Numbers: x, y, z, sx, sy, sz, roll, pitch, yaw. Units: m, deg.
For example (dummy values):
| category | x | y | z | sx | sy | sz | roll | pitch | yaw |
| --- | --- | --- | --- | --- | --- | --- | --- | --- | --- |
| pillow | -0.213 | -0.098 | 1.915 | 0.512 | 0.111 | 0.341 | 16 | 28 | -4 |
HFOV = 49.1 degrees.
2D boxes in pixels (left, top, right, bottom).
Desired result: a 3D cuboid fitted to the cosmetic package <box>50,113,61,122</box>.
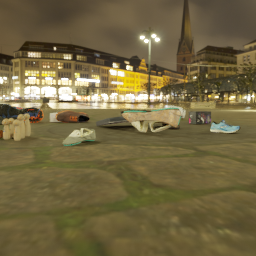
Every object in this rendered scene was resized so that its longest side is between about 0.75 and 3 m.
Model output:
| category | x | y | z | sx | sy | sz | roll | pitch | yaw |
| --- | --- | --- | --- | --- | --- | --- | --- | --- | --- |
| cosmetic package | -3.566 | -0.596 | 15.491 | 1.400 | 0.518 | 0.712 | 0 | 5 | -7 |

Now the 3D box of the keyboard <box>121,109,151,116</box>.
| category | x | y | z | sx | sy | sz | roll | pitch | yaw |
| --- | --- | --- | --- | --- | --- | --- | --- | --- | --- |
| keyboard | 1.017 | -0.655 | 17.428 | 2.956 | 0.586 | 1.538 | -1 | 28 | -18 |

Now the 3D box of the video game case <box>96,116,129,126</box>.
| category | x | y | z | sx | sy | sz | roll | pitch | yaw |
| --- | --- | --- | --- | --- | --- | --- | --- | --- | --- |
| video game case | 0.086 | -0.407 | 12.206 | 2.569 | 0.244 | 1.835 | -9 | 0 | -22 |

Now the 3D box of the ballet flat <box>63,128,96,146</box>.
| category | x | y | z | sx | sy | sz | roll | pitch | yaw |
| --- | --- | --- | --- | --- | --- | --- | --- | --- | --- |
| ballet flat | -1.284 | 0.208 | 7.374 | 0.397 | 0.375 | 1.178 | 3 | 6 | 31 |

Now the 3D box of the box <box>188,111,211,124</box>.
| category | x | y | z | sx | sy | sz | roll | pitch | yaw |
| --- | --- | --- | --- | --- | --- | --- | --- | --- | --- |
| box | 3.568 | -0.523 | 13.946 | 1.036 | 0.634 | 0.550 | -2 | 4 | -30 |

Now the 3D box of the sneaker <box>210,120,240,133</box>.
| category | x | y | z | sx | sy | sz | roll | pitch | yaw |
| --- | --- | --- | --- | --- | --- | --- | --- | --- | --- |
| sneaker | 3.406 | -0.058 | 9.843 | 1.008 | 0.454 | 0.395 | 3 | 6 | 30 |

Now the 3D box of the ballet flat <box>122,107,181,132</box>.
| category | x | y | z | sx | sy | sz | roll | pitch | yaw |
| --- | --- | --- | --- | --- | --- | --- | --- | --- | --- |
| ballet flat | 0.721 | -0.248 | 9.726 | 2.335 | 0.785 | 0.795 | -2 | -7 | 38 |

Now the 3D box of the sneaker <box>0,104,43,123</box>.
| category | x | y | z | sx | sy | sz | roll | pitch | yaw |
| --- | --- | --- | --- | --- | --- | --- | --- | --- | --- |
| sneaker | -5.836 | -0.681 | 14.895 | 2.703 | 1.018 | 1.060 | 8 | -3 | -8 |

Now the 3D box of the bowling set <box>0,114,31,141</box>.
| category | x | y | z | sx | sy | sz | roll | pitch | yaw |
| --- | --- | --- | --- | --- | --- | --- | --- | --- | --- |
| bowling set | -3.466 | -0.047 | 8.260 | 0.933 | 0.719 | 1.340 | 0 | 5 | -8 |

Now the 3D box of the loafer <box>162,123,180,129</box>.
| category | x | y | z | sx | sy | sz | roll | pitch | yaw |
| --- | --- | --- | --- | --- | --- | --- | --- | --- | --- |
| loafer | 1.833 | -0.293 | 11.778 | 0.584 | 0.570 | 1.599 | -1 | 5 | -8 |

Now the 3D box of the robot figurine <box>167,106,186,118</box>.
| category | x | y | z | sx | sy | sz | roll | pitch | yaw |
| --- | --- | --- | --- | --- | --- | --- | --- | --- | --- |
| robot figurine | 2.971 | -1.000 | 17.821 | 1.336 | 0.754 | 1.133 | 14 | -23 | 16 |

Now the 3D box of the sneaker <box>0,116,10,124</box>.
| category | x | y | z | sx | sy | sz | roll | pitch | yaw |
| --- | --- | --- | --- | --- | --- | --- | --- | --- | --- |
| sneaker | -6.391 | -0.460 | 13.655 | 1.273 | 0.578 | 0.483 | -2 | 4 | -35 |

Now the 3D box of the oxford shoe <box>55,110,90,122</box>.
| category | x | y | z | sx | sy | sz | roll | pitch | yaw |
| --- | --- | --- | --- | --- | --- | --- | --- | --- | --- |
| oxford shoe | -2.903 | -0.586 | 14.857 | 1.813 | 0.645 | 0.657 | -3 | 11 | -26 |
